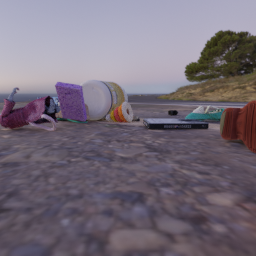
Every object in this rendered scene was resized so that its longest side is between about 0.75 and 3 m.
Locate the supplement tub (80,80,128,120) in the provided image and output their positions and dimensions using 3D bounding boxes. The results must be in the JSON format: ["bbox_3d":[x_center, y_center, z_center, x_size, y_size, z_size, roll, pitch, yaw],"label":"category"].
[{"bbox_3d":[-1.206,-1.380,13.693,1.870,1.870,2.589,3,7,22],"label":"supplement tub"}]

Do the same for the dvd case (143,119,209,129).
[{"bbox_3d":[1.671,-0.159,10.235,2.076,0.257,1.560,-1,7,-3],"label":"dvd case"}]

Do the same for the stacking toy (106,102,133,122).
[{"bbox_3d":[-0.469,-0.568,12.267,1.229,0.898,0.898,-15,0,24],"label":"stacking toy"}]

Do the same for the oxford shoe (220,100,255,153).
[{"bbox_3d":[3.022,-0.043,6.055,1.107,1.042,2.959,5,8,-3],"label":"oxford shoe"}]

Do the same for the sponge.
[{"bbox_3d":[-2.139,-0.961,10.656,0.975,1.748,0.261,10,49,8],"label":"sponge"}]

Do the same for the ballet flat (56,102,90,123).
[{"bbox_3d":[-2.695,-0.815,12.718,2.919,0.982,0.994,6,9,43],"label":"ballet flat"}]

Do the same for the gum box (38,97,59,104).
[{"bbox_3d":[-3.621,-1.101,14.726,1.961,0.437,1.666,-4,33,-25],"label":"gum box"}]

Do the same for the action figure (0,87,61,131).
[{"bbox_3d":[-3.504,-0.313,9.477,2.359,1.580,1.757,-13,52,-2],"label":"action figure"}]

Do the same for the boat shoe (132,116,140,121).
[{"bbox_3d":[0.218,-0.391,12.683,0.811,0.295,0.254,0,-39,49],"label":"boat shoe"}]

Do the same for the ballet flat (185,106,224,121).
[{"bbox_3d":[3.475,-0.665,12.629,1.980,0.697,0.667,-2,10,-14],"label":"ballet flat"}]

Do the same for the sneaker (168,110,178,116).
[{"bbox_3d":[2.680,-0.915,16.397,0.562,0.324,1.078,-5,4,-3],"label":"sneaker"}]
